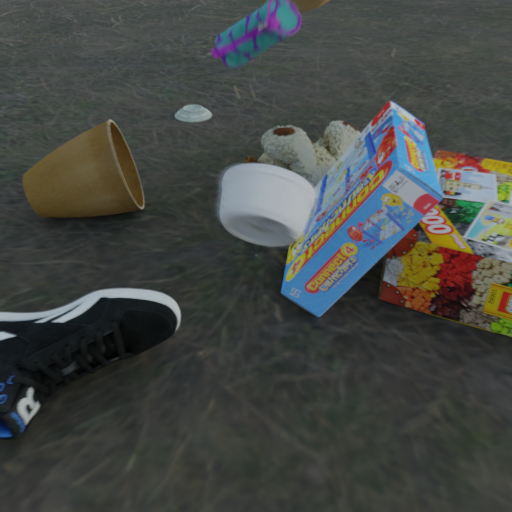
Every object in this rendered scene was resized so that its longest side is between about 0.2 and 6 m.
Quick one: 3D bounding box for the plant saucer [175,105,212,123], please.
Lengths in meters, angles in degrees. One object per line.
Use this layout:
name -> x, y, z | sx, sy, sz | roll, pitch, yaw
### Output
plant saucer -> -1.608, -3.661, 14.272 | 0.941, 0.236, 0.941 | 0, 34, 0

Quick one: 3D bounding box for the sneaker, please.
sneaker -> -2.206, 1.306, 6.340 | 2.741, 1.001, 1.533 | -10, 38, 0

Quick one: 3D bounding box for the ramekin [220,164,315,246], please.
ramekin -> 0.087, -0.529, 6.320 | 1.069, 1.069, 0.561 | 9, 69, 13

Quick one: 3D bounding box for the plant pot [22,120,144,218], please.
plant pot -> -3.072, -1.327, 9.845 | 1.745, 1.626, 1.626 | -18, 35, 1

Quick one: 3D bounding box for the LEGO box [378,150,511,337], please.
LEGO box -> 3.430, -0.307, 8.396 | 2.309, 1.197, 3.101 | 15, 37, 21

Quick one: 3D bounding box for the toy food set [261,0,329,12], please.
toy food set -> 0.520, -4.199, 8.363 | 1.525, 1.541, 0.375 | 12, 78, 9

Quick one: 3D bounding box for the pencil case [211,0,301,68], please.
pencil case -> -0.016, -2.958, 7.445 | 0.588, 0.541, 1.271 | -34, 15, -35

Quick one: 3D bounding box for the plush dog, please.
plush dog -> 0.762, -1.631, 10.459 | 2.062, 1.654, 1.771 | -14, 17, -31

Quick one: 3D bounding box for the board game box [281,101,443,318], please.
board game box -> 1.416, -0.722, 7.990 | 0.678, 2.425, 2.374 | 33, 32, -12
